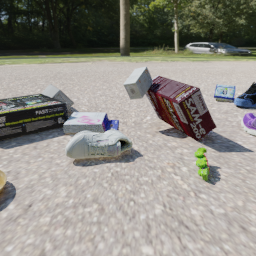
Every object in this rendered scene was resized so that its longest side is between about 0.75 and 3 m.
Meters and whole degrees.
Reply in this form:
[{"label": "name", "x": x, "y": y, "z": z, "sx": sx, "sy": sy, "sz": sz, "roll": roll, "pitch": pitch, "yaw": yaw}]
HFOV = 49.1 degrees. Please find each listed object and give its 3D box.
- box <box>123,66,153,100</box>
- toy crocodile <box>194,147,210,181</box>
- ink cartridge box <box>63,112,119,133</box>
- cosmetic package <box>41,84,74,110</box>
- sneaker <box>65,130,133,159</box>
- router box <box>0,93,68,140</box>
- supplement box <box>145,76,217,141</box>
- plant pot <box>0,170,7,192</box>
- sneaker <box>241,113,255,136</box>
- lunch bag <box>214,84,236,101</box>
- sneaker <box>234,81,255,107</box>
[{"label": "box", "x": 0.386, "y": -1.614, "z": 10.059, "sx": 0.528, "sy": 0.674, "sz": 1.083, "roll": -3, "pitch": 38, "yaw": 35}, {"label": "toy crocodile", "x": 1.838, "y": 0.863, "z": 6.862, "sx": 0.332, "sy": 0.363, "sz": 1.075, "roll": -10, "pitch": 26, "yaw": 11}, {"label": "ink cartridge box", "x": -1.278, "y": -0.230, "z": 10.325, "sx": 1.822, "sy": 0.395, "sz": 1.789, "roll": -1, "pitch": 16, "yaw": 0}, {"label": "cosmetic package", "x": -3.171, "y": -1.303, "z": 12.479, "sx": 0.794, "sy": 0.941, "sz": 1.762, "roll": -50, "pitch": 34, "yaw": -9}, {"label": "sneaker", "x": -0.753, "y": 0.460, "z": 7.717, "sx": 1.930, "sy": 0.723, "sz": 0.961, "roll": -12, "pitch": 22, "yaw": -32}, {"label": "router box", "x": -4.013, "y": -0.478, "z": 10.235, "sx": 2.968, "sy": 0.922, "sz": 2.224, "roll": -16, "pitch": 24, "yaw": -38}, {"label": "supplement box", "x": 1.693, "y": -0.813, "z": 9.955, "sx": 0.894, "sy": 1.597, "sz": 2.935, "roll": -36, "pitch": 25, "yaw": -7}, {"label": "plant pot", "x": -3.551, "y": 1.327, "z": 5.815, "sx": 1.942, "sy": 0.267, "sz": 1.942, "roll": 0, "pitch": 17, "yaw": 0}, {"label": "sneaker", "x": 4.566, "y": -0.167, "z": 9.282, "sx": 0.914, "sy": 0.946, "sz": 2.268, "roll": -1, "pitch": 18, "yaw": -4}, {"label": "lunch bag", "x": 5.089, "y": -1.814, "z": 14.738, "sx": 1.026, "sy": 0.769, "sz": 1.207, "roll": 9, "pitch": 33, "yaw": 20}, {"label": "sneaker", "x": 6.166, "y": -1.721, "z": 13.788, "sx": 2.784, "sy": 1.085, "sz": 0.976, "roll": -15, "pitch": 24, "yaw": -39}]
